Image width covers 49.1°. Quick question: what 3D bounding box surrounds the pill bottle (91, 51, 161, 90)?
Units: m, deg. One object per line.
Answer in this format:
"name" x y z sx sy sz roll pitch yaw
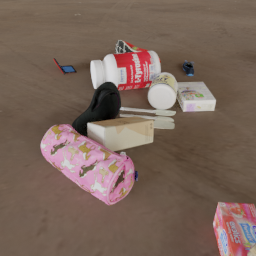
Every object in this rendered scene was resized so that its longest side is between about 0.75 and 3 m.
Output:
"pill bottle" -0.122 -2.289 11.354 2.615 1.468 1.468 -9 34 -14

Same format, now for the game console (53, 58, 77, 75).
"game console" -2.995 -2.970 13.269 0.587 0.852 0.988 -35 40 -4

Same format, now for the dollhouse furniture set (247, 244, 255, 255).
"dollhouse furniture set" 2.286 2.485 3.366 2.763 1.349 2.356 -22 60 -34

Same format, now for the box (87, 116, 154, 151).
"box" -0.183 0.144 7.818 1.777 0.691 0.844 -10 17 -41

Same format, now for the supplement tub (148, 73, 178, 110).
"supplement tub" 1.317 -1.410 10.420 1.008 1.008 1.390 6 34 10

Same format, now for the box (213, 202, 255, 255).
"box" 2.133 2.158 5.200 0.746 0.688 1.454 2 33 3

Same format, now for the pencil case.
"pencil case" -1.045 0.786 6.908 2.650 1.097 1.147 24 51 34

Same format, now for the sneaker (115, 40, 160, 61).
"sneaker" 0.423 -3.474 13.585 1.174 1.064 2.764 -16 42 -39

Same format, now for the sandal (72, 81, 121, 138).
"sandal" -0.740 -0.566 8.983 0.718 1.128 3.000 -24 27 35

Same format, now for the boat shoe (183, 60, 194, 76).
"boat shoe" 2.931 -2.902 13.238 0.562 0.458 1.335 -3 33 -5

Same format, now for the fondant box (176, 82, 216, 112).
"fondant box" 2.489 -1.218 10.627 1.167 0.471 1.617 -2 32 -3

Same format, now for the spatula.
"spatula" 0.595 -0.374 9.602 2.022 0.162 1.406 6 33 9
